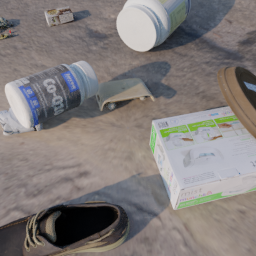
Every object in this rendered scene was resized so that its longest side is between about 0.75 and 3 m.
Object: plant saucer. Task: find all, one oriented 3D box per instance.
[{"bbox_3d":[3.106,-0.535,6.626,2.517,0.371,2.517,25,43,-26],"label":"plant saucer"}]

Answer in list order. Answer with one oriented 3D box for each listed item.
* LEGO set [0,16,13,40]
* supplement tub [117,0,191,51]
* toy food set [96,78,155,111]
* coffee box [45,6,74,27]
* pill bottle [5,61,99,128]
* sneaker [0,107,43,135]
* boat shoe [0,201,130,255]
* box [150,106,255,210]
[{"bbox_3d":[-4.581,-3.722,10.162,0.869,0.379,1.338,-37,59,-27],"label":"LEGO set"},{"bbox_3d":[0.875,-3.798,9.349,1.723,1.723,2.377,26,55,20],"label":"supplement tub"},{"bbox_3d":[-0.117,-0.914,7.821,1.498,0.453,1.075,-10,36,-9],"label":"toy food set"},{"bbox_3d":[-2.585,-4.206,10.560,0.959,0.383,0.542,-17,52,-13],"label":"coffee box"},{"bbox_3d":[-1.755,-0.870,6.712,1.955,1.112,1.112,-30,56,-30],"label":"pill bottle"},{"bbox_3d":[-2.898,-0.521,7.313,0.989,0.646,1.721,-17,56,-18],"label":"sneaker"},{"bbox_3d":[-1.379,1.833,5.095,2.849,1.044,1.061,-12,51,-10],"label":"boat shoe"},{"bbox_3d":[1.728,0.583,6.167,2.052,0.992,1.811,-11,52,-10],"label":"box"}]
